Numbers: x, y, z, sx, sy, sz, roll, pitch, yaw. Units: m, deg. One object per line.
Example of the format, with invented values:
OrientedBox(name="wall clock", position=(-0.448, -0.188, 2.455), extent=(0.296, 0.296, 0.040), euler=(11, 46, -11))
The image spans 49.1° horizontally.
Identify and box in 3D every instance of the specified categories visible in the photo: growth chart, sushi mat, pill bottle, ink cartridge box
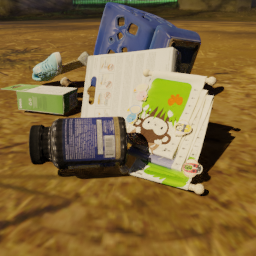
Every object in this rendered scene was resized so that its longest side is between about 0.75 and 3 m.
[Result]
OrientedBox(name="growth chart", position=(0.731, -0.096, 5.457), extent=(1.840, 0.225, 2.543), euler=(5, 65, 25))
OrientedBox(name="sushi mat", position=(-2.153, -2.286, 10.441), extent=(1.118, 0.068, 0.535), euler=(-16, -17, 14))
OrientedBox(name="pill bottle", position=(-0.845, 0.261, 4.932), extent=(1.609, 0.900, 0.900), euler=(-2, 25, -8))
OrientedBox(name="ink cartridge box", position=(0.031, -0.897, 6.953), extent=(2.419, 1.966, 0.690), euler=(2, -7, 34))
OrientedBox(name="ink cartridge box", position=(-2.586, -0.891, 8.301), extent=(1.963, 0.582, 1.019), euler=(6, 20, 12))

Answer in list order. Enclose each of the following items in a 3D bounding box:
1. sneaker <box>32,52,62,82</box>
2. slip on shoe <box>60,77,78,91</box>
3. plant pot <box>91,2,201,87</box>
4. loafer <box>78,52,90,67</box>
OrientedBox(name="sneaker", position=(-2.901, -2.059, 9.897), extent=(0.765, 0.690, 1.866), euler=(-19, -6, -35))
OrientedBox(name="slip on shoe", position=(-1.870, -1.350, 9.233), extent=(0.301, 0.995, 0.378), euler=(42, 86, 18))
OrientedBox(name="plant pot", position=(0.613, -2.097, 8.496), extent=(2.260, 2.514, 2.514), euler=(32, 28, 31))
OrientedBox(name="loafer", position=(-1.209, -2.029, 9.419), extent=(0.413, 1.183, 0.414), euler=(-36, 35, 9))
